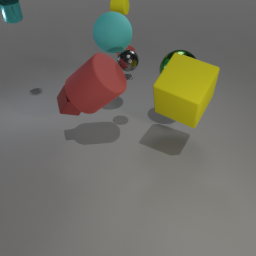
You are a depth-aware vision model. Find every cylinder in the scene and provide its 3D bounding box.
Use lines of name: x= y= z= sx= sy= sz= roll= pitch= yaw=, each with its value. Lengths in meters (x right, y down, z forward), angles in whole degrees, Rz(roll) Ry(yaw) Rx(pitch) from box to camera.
cylinder: x=-0.383 y=-5.616 z=12.912 sx=0.700 sy=0.700 sz=0.700 roll=13 pitch=35 yaw=18
cylinder: x=-0.997 y=-1.354 z=8.688 sx=1.400 sy=1.400 sz=1.400 roll=-31 pitch=16 yaw=34
cylinder: x=-4.295 y=-4.340 z=10.293 sx=0.700 sy=0.700 sz=0.700 roll=1 pitch=50 yaw=-2

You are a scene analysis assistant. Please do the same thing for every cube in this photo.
cube: x=1.702 y=-1.107 z=8.369 sx=1.400 sy=1.400 sz=1.400 roll=25 pitch=68 yaw=20
cube: x=-0.080 y=-3.817 z=14.563 sx=0.700 sy=0.700 sz=0.700 roll=-16 pitch=-16 yaw=35
cube: x=-1.878 y=-0.911 z=9.331 sx=0.700 sy=0.700 sz=0.700 roll=5 pitch=54 yaw=-37

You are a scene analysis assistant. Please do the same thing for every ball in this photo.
ball: x=1.825 y=-2.069 z=9.986 sx=1.400 sy=1.400 sz=1.400 roll=0 pitch=33 yaw=0
ball: x=0.000 y=-2.167 z=9.010 sx=0.700 sy=0.700 sz=0.700 roll=0 pitch=33 yaw=0
ball: x=-0.547 y=-3.375 z=9.947 sx=1.400 sy=1.400 sz=1.400 roll=0 pitch=33 yaw=0
